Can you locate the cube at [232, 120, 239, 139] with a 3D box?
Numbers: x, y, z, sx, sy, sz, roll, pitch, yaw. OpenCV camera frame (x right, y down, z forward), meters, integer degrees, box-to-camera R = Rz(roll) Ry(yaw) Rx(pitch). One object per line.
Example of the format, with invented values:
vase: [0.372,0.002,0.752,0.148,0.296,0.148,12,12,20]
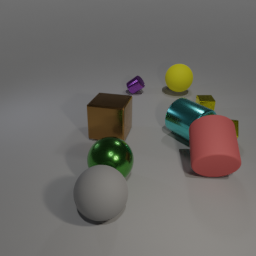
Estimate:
cube: [3.621,0.144,10.300,0.700,0.700,0.700,7,61,10]

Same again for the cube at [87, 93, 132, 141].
cube: [-0.663,-0.431,10.758,1.400,1.400,1.400,7,27,12]

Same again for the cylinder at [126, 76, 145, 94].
cylinder: [0.392,-2.213,14.345,0.700,0.700,0.700,-30,17,29]

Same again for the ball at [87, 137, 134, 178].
ball: [-0.527,0.957,8.443,1.400,1.400,1.400,0,30,0]

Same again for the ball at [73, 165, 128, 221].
ball: [-0.691,1.653,7.186,1.400,1.400,1.400,0,30,0]

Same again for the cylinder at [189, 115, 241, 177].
cylinder: [2.596,0.555,8.508,1.400,1.400,1.400,2,54,4]

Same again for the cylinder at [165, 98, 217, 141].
cylinder: [2.360,-0.268,10.547,1.400,1.400,1.400,-21,36,-31]

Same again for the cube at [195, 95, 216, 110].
cube: [3.448,-1.030,12.573,0.700,0.700,0.700,-1,30,-1]

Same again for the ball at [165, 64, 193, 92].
ball: [2.576,-2.527,14.152,1.400,1.400,1.400,0,30,0]
